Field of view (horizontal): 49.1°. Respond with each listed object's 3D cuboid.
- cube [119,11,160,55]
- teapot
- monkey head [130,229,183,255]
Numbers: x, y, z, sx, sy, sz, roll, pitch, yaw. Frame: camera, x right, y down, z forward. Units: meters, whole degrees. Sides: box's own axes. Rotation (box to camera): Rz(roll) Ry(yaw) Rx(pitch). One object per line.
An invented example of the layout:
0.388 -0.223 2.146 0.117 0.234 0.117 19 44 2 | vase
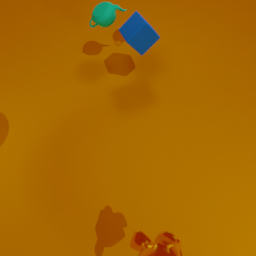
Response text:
0.321 -2.714 8.058 0.741 0.741 0.741 -42 49 19 | cube
-0.653 -3.412 8.496 1.233 0.604 0.766 -24 57 17 | teapot
0.334 1.940 4.106 0.943 0.790 1.311 28 101 25 | monkey head
